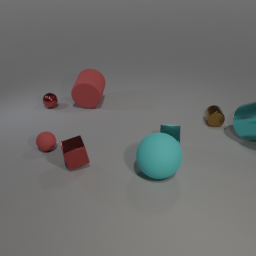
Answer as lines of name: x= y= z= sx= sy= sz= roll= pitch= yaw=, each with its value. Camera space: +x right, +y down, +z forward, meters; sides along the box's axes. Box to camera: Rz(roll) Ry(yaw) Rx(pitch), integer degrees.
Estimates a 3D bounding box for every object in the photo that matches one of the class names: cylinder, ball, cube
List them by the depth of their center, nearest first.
ball: x=0.950 y=0.843 z=8.565 sx=1.400 sy=1.400 sz=1.400 roll=0 pitch=29 yaw=0
cube: x=-1.710 y=0.783 z=9.023 sx=0.700 sy=0.700 sz=0.700 roll=-19 pitch=36 yaw=-11
cube: x=1.476 y=0.370 z=9.950 sx=0.700 sy=0.700 sz=0.700 roll=4 pitch=55 yaw=7
ball: x=-2.919 y=0.469 z=9.990 sx=0.700 sy=0.700 sz=0.700 roll=0 pitch=29 yaw=0
cylinder: x=4.795 y=-0.282 z=10.057 sx=1.400 sy=1.400 sz=1.400 roll=-12 pitch=-1 yaw=-21
cylinder: x=3.638 y=-0.500 z=11.746 sx=0.700 sy=0.700 sz=0.700 roll=3 pitch=29 yaw=5
ball: x=-3.666 y=-1.307 z=13.202 sx=0.700 sy=0.700 sz=0.700 roll=0 pitch=29 yaw=0
cylinder: x=-1.852 y=-1.887 z=13.288 sx=1.400 sy=1.400 sz=1.400 roll=2 pitch=39 yaw=4
